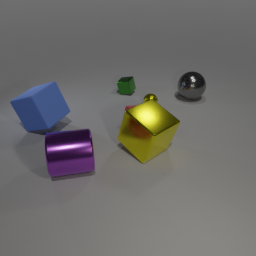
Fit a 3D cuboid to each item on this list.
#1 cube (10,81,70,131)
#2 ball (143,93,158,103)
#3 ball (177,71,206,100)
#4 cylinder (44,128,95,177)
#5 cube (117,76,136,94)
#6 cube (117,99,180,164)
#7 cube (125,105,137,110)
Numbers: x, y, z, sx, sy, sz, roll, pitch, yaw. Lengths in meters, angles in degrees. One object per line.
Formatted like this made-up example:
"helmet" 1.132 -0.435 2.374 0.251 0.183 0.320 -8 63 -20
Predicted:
"cube" -3.474 -0.848 11.205 1.400 1.400 1.400 -6 28 34
"ball" 1.065 -1.282 13.206 0.700 0.700 0.700 0 30 0
"ball" 3.163 -2.101 13.919 1.400 1.400 1.400 0 30 0
"cylinder" -1.836 0.777 8.905 1.400 1.400 1.400 -7 31 -11
"cube" -0.084 -2.237 14.691 0.700 0.700 0.700 0 31 26
"cube" 0.690 0.088 9.766 1.400 1.400 1.400 -26 57 -38
"cube" 0.312 -0.510 11.712 0.700 0.700 0.700 27 24 38
